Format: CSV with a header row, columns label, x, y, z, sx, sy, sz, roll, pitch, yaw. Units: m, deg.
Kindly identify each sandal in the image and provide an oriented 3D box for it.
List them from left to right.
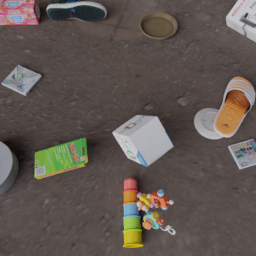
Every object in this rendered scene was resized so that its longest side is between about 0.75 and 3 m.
label,x,y,z,sx,sy,sz,roll,pitch,yaw
sandal,3.755,-0.866,9.481,1.055,0.789,2.754,26,60,10

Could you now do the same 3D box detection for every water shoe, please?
label,x,y,z,sx,sy,sz,roll,pitch,yaw
water shoe,-2.142,-5.161,11.844,2.548,0.911,1.005,2,60,1

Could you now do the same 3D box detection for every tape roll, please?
label,x,y,z,sx,sy,sz,roll,pitch,yaw
tape roll,-4.302,1.251,8.543,1.746,0.577,1.746,0,61,0

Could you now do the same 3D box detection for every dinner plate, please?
label,x,y,z,sx,sy,sz,roll,pitch,yaw
dinner plate,2.893,-0.193,9.587,1.235,0.150,1.235,-1,60,1

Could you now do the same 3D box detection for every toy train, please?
label,x,y,z,sx,sy,sz,roll,pitch,yaw
toy train,0.558,1.788,5.848,0.911,1.213,0.337,11,36,41

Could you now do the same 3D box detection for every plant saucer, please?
label,x,y,z,sx,sy,sz,roll,pitch,yaw
plant saucer,1.277,-4.252,11.737,1.591,0.234,1.591,0,62,0

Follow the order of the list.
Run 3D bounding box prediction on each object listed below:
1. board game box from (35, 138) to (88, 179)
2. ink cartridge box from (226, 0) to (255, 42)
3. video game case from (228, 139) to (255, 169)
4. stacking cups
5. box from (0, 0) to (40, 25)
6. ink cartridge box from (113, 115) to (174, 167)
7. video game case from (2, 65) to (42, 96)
label,x,y,z,sx,sy,sz,roll,pitch,yaw
board game box,-2.033,0.930,8.575,1.792,0.269,0.856,-18,59,15
ink cartridge box,5.233,-4.363,11.023,2.166,0.898,1.590,39,104,19
video game case,3.832,0.832,9.042,0.901,0.107,0.820,-15,62,-7
stacking cups,0.101,2.357,7.939,0.565,0.565,1.867,-2,62,-1
box,-4.629,-4.903,11.750,1.645,0.844,0.779,-1,62,-2
ink cartridge box,0.388,0.310,7.996,0.996,1.364,1.001,-35,105,-15
video game case,-3.958,-1.795,10.459,1.097,0.121,1.000,25,64,13
